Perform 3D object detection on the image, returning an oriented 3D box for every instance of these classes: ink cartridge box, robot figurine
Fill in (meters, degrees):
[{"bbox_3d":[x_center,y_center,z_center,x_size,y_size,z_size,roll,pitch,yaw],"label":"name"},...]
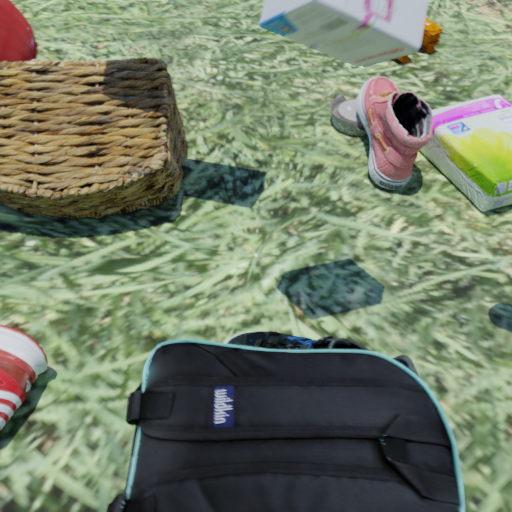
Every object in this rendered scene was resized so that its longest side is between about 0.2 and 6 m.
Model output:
[{"bbox_3d":[0.844,-2.340,5.389,1.307,0.553,0.945,11,1,-30],"label":"ink cartridge box"},{"bbox_3d":[3.185,-5.843,14.198,1.970,0.791,2.718,-28,52,-25],"label":"robot figurine"}]

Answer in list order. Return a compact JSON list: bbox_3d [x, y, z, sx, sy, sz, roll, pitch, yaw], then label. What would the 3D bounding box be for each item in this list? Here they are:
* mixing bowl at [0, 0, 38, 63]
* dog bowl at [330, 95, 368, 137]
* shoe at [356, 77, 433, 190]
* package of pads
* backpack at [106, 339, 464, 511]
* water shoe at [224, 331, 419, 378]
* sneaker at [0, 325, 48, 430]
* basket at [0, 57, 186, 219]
[{"bbox_3d":[-5.399,-3.758,10.847,1.824,3.367,3.367,15,36,-33],"label":"mixing bowl"},{"bbox_3d":[2.107,-2.891,11.540,1.197,0.351,1.197,0,45,0],"label":"dog bowl"},{"bbox_3d":[2.573,-2.651,10.303,1.002,1.275,2.804,9,55,-9],"label":"shoe"},{"bbox_3d":[4.323,-1.941,10.267,1.861,0.822,2.409,-15,48,-13],"label":"package of pads"},{"bbox_3d":[0.361,2.146,5.177,2.832,2.171,2.489,-6,43,7],"label":"backpack"},{"bbox_3d":[0.744,1.267,6.922,2.502,0.987,0.894,12,46,12],"label":"water shoe"},{"bbox_3d":[-4.213,1.451,6.668,2.930,1.148,1.693,8,44,10],"label":"sneaker"},{"bbox_3d":[-3.022,-1.767,9.909,3.443,2.565,2.458,-2,78,-2],"label":"basket"}]
